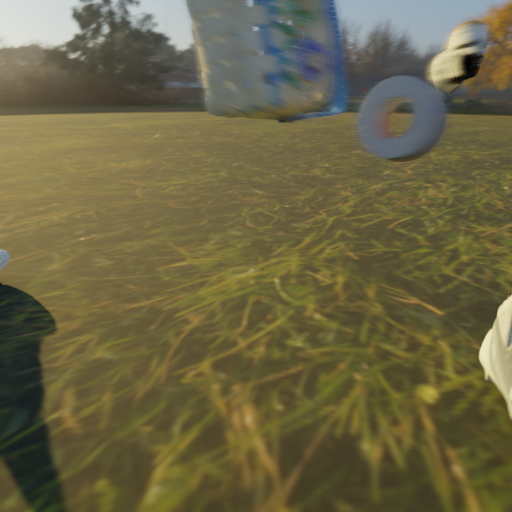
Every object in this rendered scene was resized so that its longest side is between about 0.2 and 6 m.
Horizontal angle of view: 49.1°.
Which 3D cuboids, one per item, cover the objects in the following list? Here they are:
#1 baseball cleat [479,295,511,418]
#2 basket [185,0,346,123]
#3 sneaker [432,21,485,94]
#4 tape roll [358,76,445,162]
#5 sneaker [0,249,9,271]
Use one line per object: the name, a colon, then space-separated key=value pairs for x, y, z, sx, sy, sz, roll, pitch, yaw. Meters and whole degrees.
baseball cleat: x=2.565 y=1.007 z=4.852 sx=0.771 sy=1.177 sz=2.211 roll=4 pitch=20 yaw=-6
basket: x=0.420 y=-2.987 z=7.935 sx=1.838 sy=2.330 sz=2.643 roll=1 pitch=23 yaw=37
sneaker: x=3.649 y=-3.409 z=10.182 sx=0.640 sy=0.742 sz=1.693 roll=0 pitch=-21 yaw=2
tape roll: x=2.659 y=-2.506 z=10.308 sx=1.488 sy=1.488 sz=0.491 roll=14 pitch=8 yaw=38
sneaker: x=-4.541 y=0.048 z=8.327 sx=0.650 sy=0.865 sz=1.737 roll=14 pitch=21 yaw=39
